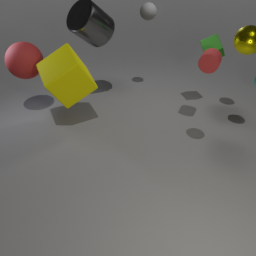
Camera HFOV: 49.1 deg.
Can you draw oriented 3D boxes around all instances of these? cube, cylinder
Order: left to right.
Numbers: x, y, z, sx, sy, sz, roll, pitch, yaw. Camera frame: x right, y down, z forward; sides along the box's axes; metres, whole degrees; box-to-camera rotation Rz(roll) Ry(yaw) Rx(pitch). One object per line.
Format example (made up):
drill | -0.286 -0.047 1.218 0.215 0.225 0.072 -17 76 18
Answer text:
cube | -2.199 -1.868 10.138 1.400 1.400 1.400 -34 53 4
cylinder | -1.479 -4.159 11.179 1.400 1.400 1.400 27 4 36
cylinder | 2.857 -2.339 9.734 0.700 0.700 0.700 13 35 20
cube | 3.347 -3.152 11.096 0.700 0.700 0.700 -21 71 20

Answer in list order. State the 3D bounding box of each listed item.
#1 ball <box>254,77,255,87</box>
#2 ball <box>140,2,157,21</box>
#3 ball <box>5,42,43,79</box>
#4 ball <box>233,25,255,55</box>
ball | 4.733 -1.616 9.667 0.700 0.700 0.700 0 32 0
ball | 0.848 -4.871 11.713 0.700 0.700 0.700 0 32 0
ball | -3.973 -2.588 10.762 1.400 1.400 1.400 0 32 0
ball | 2.936 -2.136 6.819 0.700 0.700 0.700 0 32 0
